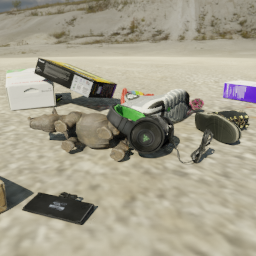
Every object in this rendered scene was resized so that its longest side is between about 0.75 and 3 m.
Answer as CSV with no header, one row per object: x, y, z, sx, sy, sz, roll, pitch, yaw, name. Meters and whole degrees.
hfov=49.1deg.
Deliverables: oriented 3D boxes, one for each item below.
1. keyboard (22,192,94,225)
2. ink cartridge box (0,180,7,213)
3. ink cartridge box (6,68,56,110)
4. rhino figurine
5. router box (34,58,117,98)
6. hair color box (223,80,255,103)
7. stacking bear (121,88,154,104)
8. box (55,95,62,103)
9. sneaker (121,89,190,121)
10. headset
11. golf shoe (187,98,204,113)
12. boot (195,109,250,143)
-1.048,1.214,4.366,1.039,0.133,0.624,7,25,19,keyboard
-2.703,1.096,4.044,1.151,0.525,1.397,11,21,35,ink cartridge box
-3.990,-1.671,11.442,1.724,1.038,2.373,-9,27,-19,ink cartridge box
-1.218,0.022,6.803,2.871,0.858,1.255,10,20,17,rhino figurine
-1.932,-1.872,10.682,2.494,0.651,1.961,25,14,18,router box
5.536,-1.554,12.156,1.305,0.774,2.388,-12,19,-35,hair color box
0.415,-1.110,10.853,1.279,0.777,0.727,1,-1,-12,stacking bear
-3.437,-1.282,12.205,0.916,0.218,0.885,2,20,4,box
0.752,-0.788,8.769,1.603,1.041,2.775,17,18,33,sneaker
0.647,-0.017,6.343,2.373,1.115,1.465,33,17,20,headset
2.016,-0.716,10.119,1.369,0.497,0.631,-6,-13,-10,golf shoe
2.849,-0.136,7.695,1.386,0.662,1.835,-7,16,-16,boot
